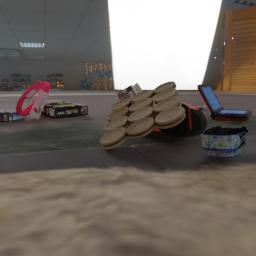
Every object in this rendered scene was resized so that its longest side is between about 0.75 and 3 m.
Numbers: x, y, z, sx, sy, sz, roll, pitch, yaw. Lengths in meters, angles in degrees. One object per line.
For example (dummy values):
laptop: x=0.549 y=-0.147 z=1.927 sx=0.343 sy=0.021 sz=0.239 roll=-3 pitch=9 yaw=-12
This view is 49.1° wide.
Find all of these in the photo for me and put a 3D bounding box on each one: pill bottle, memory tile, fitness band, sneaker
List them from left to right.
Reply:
fitness band: x=-3.846 y=-1.219 z=11.410 sx=0.330 sy=1.268 sz=1.765 roll=35 pitch=56 yaw=3
pill bottle: x=0.072 y=-1.474 z=12.095 sx=1.092 sy=0.622 sz=0.622 roll=-30 pitch=8 yaw=4
memory tile: x=0.366 y=-0.419 z=7.314 sx=2.136 sy=0.234 sz=2.787 roll=-21 pitch=23 yaw=13
sneaker: x=1.195 y=-0.383 z=8.459 sx=1.263 sy=1.073 sz=2.912 roll=-8 pitch=12 yaw=-44

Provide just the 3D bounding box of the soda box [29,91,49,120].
soda box: x=-3.653 y=-0.932 z=11.473 sx=0.389 sy=1.141 sz=0.363 roll=24 pitch=0 yaw=-25

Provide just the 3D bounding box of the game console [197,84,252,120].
game console: x=4.283 y=-1.197 z=12.259 sx=2.073 sy=1.428 sz=2.406 roll=5 pitch=11 yaw=28

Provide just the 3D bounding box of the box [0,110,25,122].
box: x=-5.335 y=-0.502 z=11.355 sx=1.811 sy=0.341 sz=1.237 roll=1 pitch=10 yaw=8

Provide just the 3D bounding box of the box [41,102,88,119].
box: x=-3.110 y=-0.862 z=12.927 sx=1.692 sy=0.515 sz=2.099 roll=-7 pitch=13 yaw=-42

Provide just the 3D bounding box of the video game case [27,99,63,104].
video game case: x=-3.955 y=-1.271 z=13.327 sx=1.400 sy=0.122 sz=1.001 roll=6 pitch=12 yaw=32

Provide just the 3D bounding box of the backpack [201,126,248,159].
backpack: x=1.923 y=0.299 z=5.690 sx=0.761 sy=0.611 sz=0.831 roll=2 pitch=8 yaw=42

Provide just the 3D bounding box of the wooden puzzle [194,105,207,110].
wooden puzzle: x=3.915 y=-1.126 z=15.630 sx=0.900 sy=0.208 sz=0.834 roll=-3 pitch=9 yaw=8
